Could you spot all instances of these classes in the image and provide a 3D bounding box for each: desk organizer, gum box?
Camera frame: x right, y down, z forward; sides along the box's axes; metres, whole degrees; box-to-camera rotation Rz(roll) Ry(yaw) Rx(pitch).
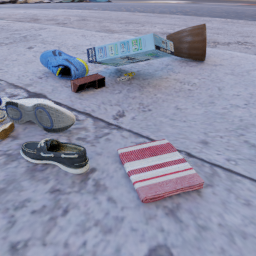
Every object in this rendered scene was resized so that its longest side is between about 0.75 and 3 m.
[{"bbox_3d":[-1.531,-1.723,10.927,1.326,0.476,0.511,-25,40,-37],"label":"desk organizer"},{"bbox_3d":[0.170,-3.187,11.790,2.925,0.651,2.485,-5,6,27],"label":"gum box"}]

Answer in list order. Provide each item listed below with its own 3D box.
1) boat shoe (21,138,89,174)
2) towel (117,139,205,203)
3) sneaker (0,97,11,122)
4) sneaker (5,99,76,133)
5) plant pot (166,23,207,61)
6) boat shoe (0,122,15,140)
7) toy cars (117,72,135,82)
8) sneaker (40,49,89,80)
[{"bbox_3d":[-1.790,0.531,6.763,1.917,0.578,0.725,10,31,17],"label":"boat shoe"},{"bbox_3d":[0.654,0.907,6.488,1.415,0.223,1.965,-10,29,-14],"label":"towel"},{"bbox_3d":[-4.081,-0.775,9.027,0.567,0.664,1.507,-6,29,-9],"label":"sneaker"},{"bbox_3d":[-2.536,-0.535,8.430,2.413,0.899,1.051,15,27,23],"label":"sneaker"},{"bbox_3d":[2.941,-4.309,14.328,1.957,1.829,1.829,-1,29,10],"label":"plant pot"},{"bbox_3d":[-3.505,0.097,7.894,0.273,0.290,0.788,-4,25,15],"label":"boat shoe"},{"bbox_3d":[-0.056,-2.154,11.966,0.450,0.222,1.003,9,33,33],"label":"toy cars"},{"bbox_3d":[-3.053,-2.747,12.175,2.801,0.923,1.098,23,37,28],"label":"sneaker"}]
